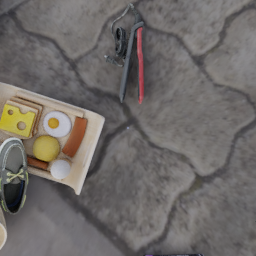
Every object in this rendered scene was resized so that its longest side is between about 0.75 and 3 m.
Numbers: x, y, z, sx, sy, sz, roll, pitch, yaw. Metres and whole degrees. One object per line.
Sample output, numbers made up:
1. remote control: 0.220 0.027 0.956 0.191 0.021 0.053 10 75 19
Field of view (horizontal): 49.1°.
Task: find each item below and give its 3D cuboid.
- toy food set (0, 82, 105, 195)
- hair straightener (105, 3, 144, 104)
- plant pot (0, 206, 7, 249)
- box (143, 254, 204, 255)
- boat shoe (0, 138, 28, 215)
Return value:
1. toy food set: -2.286 0.271 6.990 2.933 0.886 2.105 18 97 -5
2. hair straightener: -0.109 -2.082 7.713 1.097 0.583 2.850 1 84 0
3. plant pot: -4.338 1.913 6.494 2.767 2.767 1.858 -24 47 -3
4. box: 1.193 3.886 7.217 1.606 0.290 1.148 -1 84 1
5. boat shoe: -2.813 1.216 6.913 0.718 0.601 2.010 -6 120 -39
